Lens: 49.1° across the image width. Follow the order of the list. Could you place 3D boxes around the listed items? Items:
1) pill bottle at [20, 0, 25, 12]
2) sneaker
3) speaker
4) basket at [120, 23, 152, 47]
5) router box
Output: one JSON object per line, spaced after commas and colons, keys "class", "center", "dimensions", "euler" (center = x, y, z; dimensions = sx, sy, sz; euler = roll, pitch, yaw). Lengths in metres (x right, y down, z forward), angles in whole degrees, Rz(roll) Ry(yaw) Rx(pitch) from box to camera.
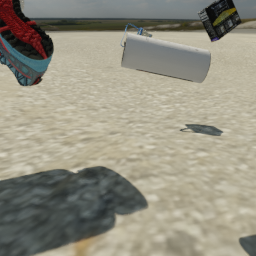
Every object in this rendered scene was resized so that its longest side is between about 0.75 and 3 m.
{"class": "pill bottle", "center": [-3.838, -2.685, 6.526], "dimensions": [1.530, 1.530, 2.676], "euler": [16, 51, 34]}
{"class": "sneaker", "center": [-2.055, -1.505, 4.598], "dimensions": [0.828, 0.997, 2.088], "euler": [-21, 64, -39]}
{"class": "speaker", "center": [0.661, -1.279, 5.141], "dimensions": [1.562, 0.634, 0.634], "euler": [10, 22, -6]}
{"class": "basket", "center": [0.274, -2.901, 9.211], "dimensions": [0.910, 0.802, 0.633], "euler": [21, -2, -16]}
{"class": "router box", "center": [2.916, -3.476, 8.831], "dimensions": [1.309, 1.029, 0.342], "euler": [-38, 17, -24]}
